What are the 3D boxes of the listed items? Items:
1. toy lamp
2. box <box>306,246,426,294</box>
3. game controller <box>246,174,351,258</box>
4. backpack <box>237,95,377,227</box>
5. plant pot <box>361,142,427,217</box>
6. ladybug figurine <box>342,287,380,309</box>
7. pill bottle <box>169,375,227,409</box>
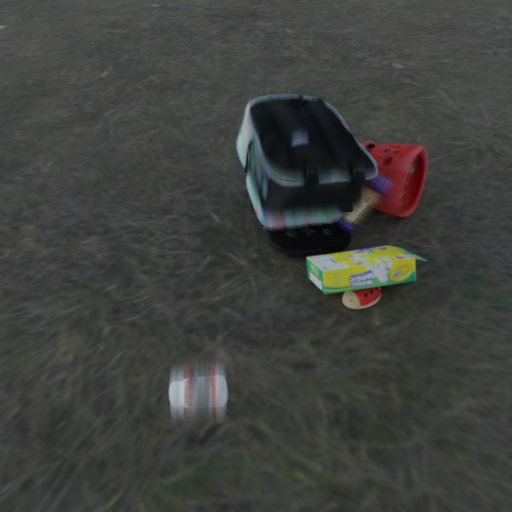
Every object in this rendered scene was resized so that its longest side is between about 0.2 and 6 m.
[{"bbox_3d":[1.980,-0.975,10.287,1.210,0.352,0.352,-46,52,-4],"label":"toy lamp"},{"bbox_3d":[1.865,0.196,9.513,1.817,0.440,1.066,-9,15,-8],"label":"box"},{"bbox_3d":[0.771,-1.027,11.114,1.575,0.636,3.019,-7,41,-9],"label":"game controller"},{"bbox_3d":[0.755,-1.765,10.128,2.147,1.821,2.418,-8,58,-22],"label":"backpack"},{"bbox_3d":[2.588,-1.570,11.236,1.273,1.397,1.397,16,41,31],"label":"plant pot"},{"bbox_3d":[1.782,0.633,9.385,0.727,0.261,0.493,-22,44,-24],"label":"ladybug figurine"},{"bbox_3d":[-0.712,1.677,6.873,0.645,0.374,0.374,-8,38,13],"label":"pill bottle"}]
